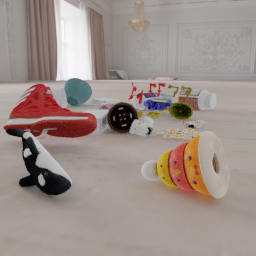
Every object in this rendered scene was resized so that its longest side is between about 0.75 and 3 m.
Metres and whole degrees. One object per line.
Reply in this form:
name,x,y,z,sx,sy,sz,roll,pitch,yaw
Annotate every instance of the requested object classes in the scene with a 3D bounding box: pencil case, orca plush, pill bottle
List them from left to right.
orca plush,-1.778,0.658,5.049,0.754,1.116,2.121,-43,56,-13
pencil case,-0.569,-0.685,11.549,0.678,0.708,1.637,-36,-7,30
pill bottle,0.888,-1.334,13.980,1.468,0.818,0.818,-9,15,-29
pill bottle,3.487,-1.452,14.226,1.810,1.015,1.015,11,17,39

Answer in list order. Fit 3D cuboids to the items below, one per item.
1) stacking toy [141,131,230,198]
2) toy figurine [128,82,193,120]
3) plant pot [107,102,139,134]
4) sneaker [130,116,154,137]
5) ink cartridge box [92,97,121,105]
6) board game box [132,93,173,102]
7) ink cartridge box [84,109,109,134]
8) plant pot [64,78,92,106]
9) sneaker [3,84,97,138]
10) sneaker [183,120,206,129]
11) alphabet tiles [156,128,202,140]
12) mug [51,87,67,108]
stacking toy,0.910,0.730,4.975,1.526,1.115,1.115,-15,2,33
toy figurine,1.599,-1.204,12.304,2.835,1.495,1.699,6,8,23
plant pot,-0.175,-0.357,9.445,1.028,1.028,1.018,0,5,-1
sneaker,0.571,-0.003,8.950,0.595,0.551,1.467,24,19,18
ink cartridge box,-1.181,-1.477,16.110,1.415,0.334,1.132,16,19,37
board game box,1.271,-1.537,15.579,1.951,0.627,1.439,-6,14,-27
ink cartridge box,-1.947,-0.291,9.896,2.452,0.580,1.963,3,13,5
plant pot,-2.878,-1.821,15.409,1.574,1.574,1.060,3,49,16
sneaker,-2.091,-0.614,7.776,2.747,1.587,1.076,-1,-26,14
sneaker,2.359,-0.077,9.771,0.853,0.300,0.399,0,29,-8
alphabet tiles,1.608,0.196,8.781,1.389,0.101,1.359,3,13,16
mug,-3.855,-1.419,14.471,1.230,1.036,1.403,-8,-18,2
